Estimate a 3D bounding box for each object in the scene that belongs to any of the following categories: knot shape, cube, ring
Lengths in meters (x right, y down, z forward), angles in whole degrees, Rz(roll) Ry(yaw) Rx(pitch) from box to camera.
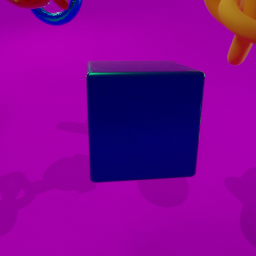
[{"bbox_3d":[1.952,-1.804,4.641,0.875,1.893,1.772,-22,36,16],"label":"knot shape"},{"bbox_3d":[0.101,-0.148,3.125,1.085,1.085,1.085,-2,19,-7],"label":"cube"},{"bbox_3d":[-1.760,-3.183,6.625,1.449,1.449,0.290,7,21,9],"label":"ring"}]

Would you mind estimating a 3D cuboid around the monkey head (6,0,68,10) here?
[{"bbox_3d":[-1.894,-2.855,5.132,1.730,1.245,1.043,9,70,-20],"label":"monkey head"}]
